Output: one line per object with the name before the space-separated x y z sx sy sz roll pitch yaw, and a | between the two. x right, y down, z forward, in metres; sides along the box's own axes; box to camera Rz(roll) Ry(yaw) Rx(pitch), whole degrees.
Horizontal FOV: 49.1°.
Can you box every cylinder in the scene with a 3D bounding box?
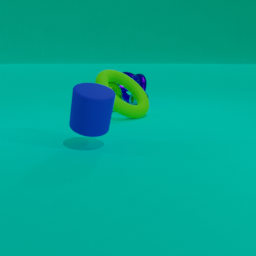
cylinder | -0.741 -0.383 5.733 0.847 0.847 0.847 10 28 -5

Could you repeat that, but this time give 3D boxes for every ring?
ring | -0.157 -1.125 9.048 1.995 0.399 1.995 26 36 -21

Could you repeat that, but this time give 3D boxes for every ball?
ball | -0.768 -1.141 9.852 1.146 1.146 1.146 0 14 0
ball | 0.407 -1.031 10.222 0.730 0.730 0.730 0 14 0

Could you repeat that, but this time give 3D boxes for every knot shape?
knot shape | -0.149 -1.681 11.947 1.872 0.924 2.000 -23 29 0
